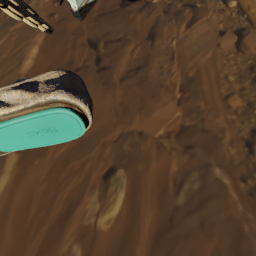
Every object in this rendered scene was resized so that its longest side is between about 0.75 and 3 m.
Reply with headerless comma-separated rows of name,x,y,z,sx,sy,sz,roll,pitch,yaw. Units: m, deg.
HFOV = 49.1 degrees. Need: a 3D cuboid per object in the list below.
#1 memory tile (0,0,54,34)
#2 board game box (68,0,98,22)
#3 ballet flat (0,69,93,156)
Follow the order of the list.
memory tile,-2.566,-2.673,5.707,1.700,2.219,0.186,44,103,10
board game box,-1.170,-3.353,7.183,0.339,1.054,0.777,34,83,6
ballet flat,-1.847,-0.085,3.624,2.945,1.002,0.990,-11,52,5
